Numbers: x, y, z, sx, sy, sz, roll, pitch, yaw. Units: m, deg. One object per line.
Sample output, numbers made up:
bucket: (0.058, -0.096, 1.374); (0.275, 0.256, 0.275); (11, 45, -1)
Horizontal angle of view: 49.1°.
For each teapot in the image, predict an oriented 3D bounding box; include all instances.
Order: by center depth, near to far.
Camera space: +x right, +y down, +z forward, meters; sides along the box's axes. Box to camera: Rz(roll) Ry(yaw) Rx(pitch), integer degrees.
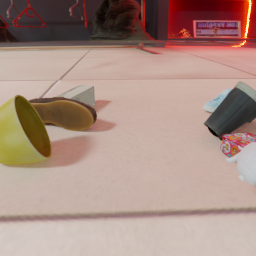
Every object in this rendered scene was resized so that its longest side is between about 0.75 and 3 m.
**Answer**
teapot: (2.120, 0.688, 4.663); (0.597, 0.806, 0.817); (-38, -11, 3)

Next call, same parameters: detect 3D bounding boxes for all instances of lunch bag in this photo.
lunch bag: (2.918, 0.518, 6.557); (1.095, 0.509, 1.243); (-1, 21, -17)

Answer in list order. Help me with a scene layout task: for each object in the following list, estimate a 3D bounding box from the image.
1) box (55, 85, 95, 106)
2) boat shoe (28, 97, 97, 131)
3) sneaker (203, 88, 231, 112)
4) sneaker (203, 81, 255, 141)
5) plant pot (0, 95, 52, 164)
box: (-1.839, -0.972, 9.988); (0.648, 0.779, 1.896); (6, 21, 15)
boat shoe: (-2.089, -0.554, 8.633); (2.670, 0.940, 0.939); (8, 26, 21)
sneaker: (3.442, -1.059, 10.204); (1.861, 0.763, 0.688); (-15, 24, -34)
sneaker: (2.984, -0.372, 8.170); (1.045, 1.484, 2.795); (47, 13, 22)
plant pot: (-2.587, 0.201, 6.274); (1.115, 1.570, 1.570); (-25, 23, 0)
